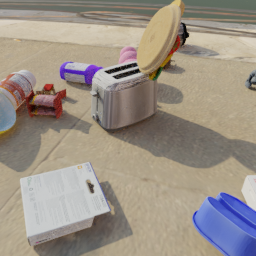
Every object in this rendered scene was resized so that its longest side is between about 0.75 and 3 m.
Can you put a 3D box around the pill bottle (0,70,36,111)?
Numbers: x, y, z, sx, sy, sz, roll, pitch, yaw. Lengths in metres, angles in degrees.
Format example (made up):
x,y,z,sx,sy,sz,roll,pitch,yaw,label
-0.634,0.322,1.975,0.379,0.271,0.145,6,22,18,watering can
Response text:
x,y,z,sx,sy,sz,roll,pitch,yaw,label
-4.623,-1.542,11.418,1.180,1.180,2.103,6,35,9,pill bottle

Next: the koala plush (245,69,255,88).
x,y,z,sx,sy,sz,roll,pitch,yaw,label
5.885,-1.970,12.319,1.011,1.048,1.140,-2,47,-2,koala plush

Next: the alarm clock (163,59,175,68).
x,y,z,sx,sy,sz,roll,pitch,yaw,label
1.592,-3.493,14.793,1.579,0.526,1.065,-12,37,-20,alarm clock

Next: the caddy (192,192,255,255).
x,y,z,sx,sy,sz,roll,pitch,yaw,label
2.305,2.270,6.180,1.288,0.957,1.823,-1,27,-43,caddy

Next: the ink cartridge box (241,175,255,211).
x,y,z,sx,sy,sz,roll,pitch,yaw,label
3.849,1.780,7.098,1.510,0.647,1.115,-1,37,-1,ink cartridge box

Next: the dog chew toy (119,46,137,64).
x,y,z,sx,sy,sz,roll,pitch,yaw,label
0.148,-2.910,12.916,1.303,1.303,2.092,-7,59,-10,dog chew toy

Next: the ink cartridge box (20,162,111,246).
x,y,z,sx,sy,sz,roll,pitch,yaw,label
-1.664,1.833,7.242,1.983,0.429,1.947,-11,36,-19,ink cartridge box

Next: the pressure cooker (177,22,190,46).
x,y,z,sx,sy,sz,roll,pitch,yaw,label
2.944,-5.797,17.325,1.644,1.468,1.446,-4,70,-7,pressure cooker

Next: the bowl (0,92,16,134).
x,y,z,sx,sy,sz,roll,pitch,yaw,label
-5.043,-0.442,9.792,1.012,1.882,1.882,-34,22,30,bowl

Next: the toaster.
x,y,z,sx,sy,sz,roll,pitch,yaw,label
-0.017,-1.253,10.369,2.942,1.900,1.672,-21,41,-27,toaster

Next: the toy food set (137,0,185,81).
x,y,z,sx,sy,sz,roll,pitch,yaw,label
1.032,-2.860,9.194,0.593,2.411,2.436,18,49,-24,toy food set

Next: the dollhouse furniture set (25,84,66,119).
x,y,z,sx,sy,sz,roll,pitch,yaw,label
-3.147,-1.323,11.343,1.184,0.895,2.201,2,35,3,dollhouse furniture set

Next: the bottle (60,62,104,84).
x,y,z,sx,sy,sz,roll,pitch,yaw,label
-1.888,-2.547,13.158,2.538,0.829,1.060,10,32,14,bottle
